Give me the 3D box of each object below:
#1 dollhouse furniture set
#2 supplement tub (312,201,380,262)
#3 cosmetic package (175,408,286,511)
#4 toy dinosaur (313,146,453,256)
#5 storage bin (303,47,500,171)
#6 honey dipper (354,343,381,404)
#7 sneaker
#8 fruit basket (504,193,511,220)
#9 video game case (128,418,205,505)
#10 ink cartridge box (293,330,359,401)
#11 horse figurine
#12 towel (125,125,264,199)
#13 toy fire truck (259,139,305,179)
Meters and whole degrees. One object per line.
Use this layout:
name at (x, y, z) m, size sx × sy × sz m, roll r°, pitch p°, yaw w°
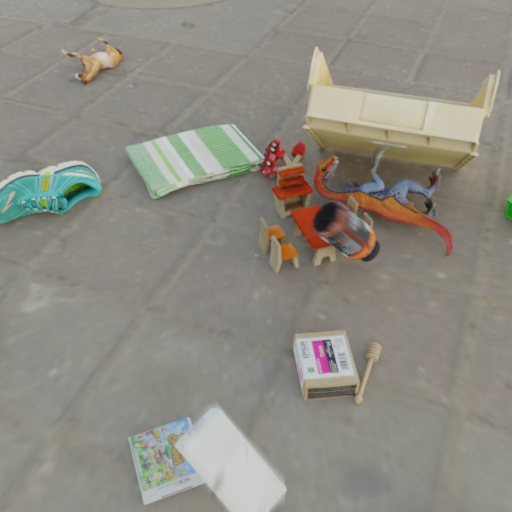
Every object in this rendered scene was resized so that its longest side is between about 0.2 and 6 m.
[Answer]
dollhouse furniture set at (0.928, -0.756, 10.180) m, size 1.879 × 0.968 × 1.859 m, roll -14°, pitch 45°, yaw -15°
supplement tub at (1.518, -0.346, 9.167) m, size 0.644 × 1.204 × 0.644 m, roll -31°, pitch 41°, yaw 32°
cosmetic package at (-0.291, 2.404, 6.370) m, size 0.624 × 0.455 × 1.228 m, roll -42°, pitch 94°, yaw -23°
toy dinosaur at (2.260, -1.167, 10.398) m, size 2.241 × 1.297 × 2.470 m, roll -5°, pitch 44°, yaw -6°
storage bin at (2.688, -2.771, 10.882) m, size 3.146 × 1.474 × 3.123 m, roll 12°, pitch 5°, yaw 12°
honey dipper at (1.617, 1.715, 8.148) m, size 0.195 × 0.195 × 1.027 m, roll 15°, pitch 49°, yaw 15°
sneaker at (-4.066, -1.179, 10.790) m, size 2.231 × 0.865 × 0.889 m, roll -28°, pitch 58°, yaw -27°
fruit basket at (5.453, -0.958, 10.602) m, size 1.189 × 0.857 × 1.189 m, roll -9°, pitch 52°, yaw 12°
video game case at (-1.137, 2.615, 7.225) m, size 0.846 × 0.103 × 0.930 m, roll -14°, pitch 45°, yaw -15°
ink cartridge box at (1.001, 1.573, 8.150) m, size 0.792 × 0.361 × 0.962 m, roll -4°, pitch 44°, yaw -6°
horse figurine at (-4.411, -5.490, 15.556) m, size 1.306 × 0.492 × 1.971 m, roll 37°, pitch 48°, yaw 19°
towel at (-1.325, -2.144, 12.190) m, size 2.578 × 0.302 × 1.966 m, roll -19°, pitch 46°, yaw -18°
toy fire truck at (0.578, -2.061, 11.959) m, size 0.819 × 0.283 × 1.161 m, roll 27°, pitch 59°, yaw -20°
